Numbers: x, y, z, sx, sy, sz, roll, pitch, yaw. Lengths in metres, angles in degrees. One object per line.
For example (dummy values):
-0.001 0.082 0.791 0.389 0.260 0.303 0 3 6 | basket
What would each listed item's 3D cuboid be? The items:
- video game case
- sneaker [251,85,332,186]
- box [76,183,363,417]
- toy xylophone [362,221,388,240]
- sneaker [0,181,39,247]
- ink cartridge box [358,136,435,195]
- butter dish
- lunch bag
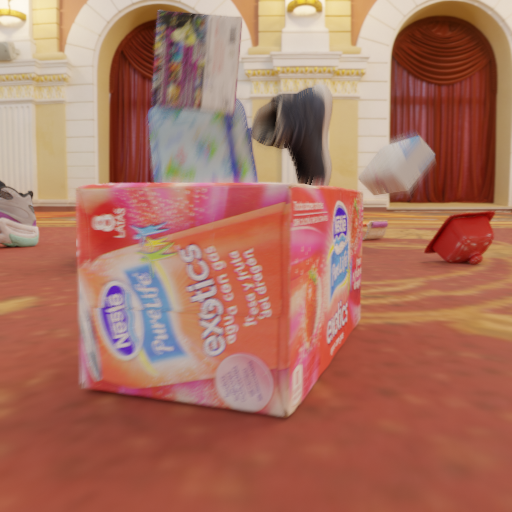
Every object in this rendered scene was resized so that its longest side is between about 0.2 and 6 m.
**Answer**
-0.952 -3.096 9.001 1.354 1.494 0.267 5 7 1 | video game case
0.677 -2.015 10.863 0.883 2.322 1.678 21 35 40 | sneaker
-0.022 0.080 3.611 1.150 1.061 2.240 2 6 19 | box
2.293 -0.656 14.020 1.894 0.476 1.387 5 8 43 | toy xylophone
-5.457 -0.956 11.022 0.921 1.658 2.370 4 7 32 | sneaker
2.859 -1.830 11.552 0.575 0.982 1.359 43 -10 -15 | ink cartridge box
3.210 -0.171 8.534 0.928 0.686 0.925 -5 -38 -20 | butter dish
-0.968 -1.790 10.546 1.950 2.426 1.000 -5 -15 -9 | lunch bag
